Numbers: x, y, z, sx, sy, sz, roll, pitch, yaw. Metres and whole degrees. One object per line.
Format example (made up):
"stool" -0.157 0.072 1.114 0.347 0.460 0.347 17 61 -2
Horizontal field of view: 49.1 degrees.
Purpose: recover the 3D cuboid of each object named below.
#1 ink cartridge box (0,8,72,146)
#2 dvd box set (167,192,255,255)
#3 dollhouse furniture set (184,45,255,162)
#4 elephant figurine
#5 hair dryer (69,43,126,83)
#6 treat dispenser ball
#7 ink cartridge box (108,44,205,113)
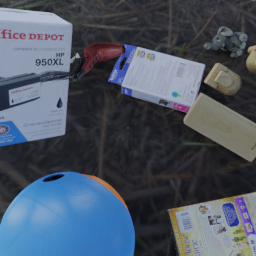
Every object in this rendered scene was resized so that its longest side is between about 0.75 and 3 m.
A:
"ink cartridge box" -2.043 -0.926 5.229 1.664 2.302 0.969 -11 35 -35
"dvd box set" 2.136 2.459 6.360 2.194 0.323 1.605 -11 66 -5
"dollhouse furniture set" 3.197 -0.812 7.581 2.441 2.092 2.567 30 106 2
"elephant figurine" 2.893 -2.614 8.364 1.148 0.891 0.812 15 101 7
"hair dryer" -0.986 -1.854 7.964 2.011 0.546 1.532 -28 45 0
"treat dispenser ball" -1.134 2.105 5.331 2.523 2.523 2.523 0 66 0
"ink cartridge box" 0.824 -1.443 8.001 2.458 0.516 1.467 18 67 6
